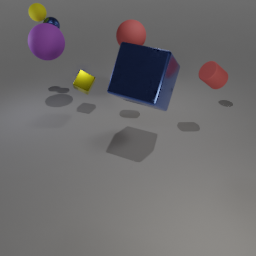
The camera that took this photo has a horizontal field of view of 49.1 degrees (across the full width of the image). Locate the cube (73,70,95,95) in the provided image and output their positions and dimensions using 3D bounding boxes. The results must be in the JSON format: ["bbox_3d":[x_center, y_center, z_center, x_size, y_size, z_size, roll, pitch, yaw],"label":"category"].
[{"bbox_3d":[-1.844,-1.909,11.811,0.700,0.700,0.700,26,-8,-5],"label":"cube"}]

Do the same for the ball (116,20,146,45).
[{"bbox_3d":[0.148,-4.314,13.077,1.400,1.400,1.400,0,31,0],"label":"ball"}]

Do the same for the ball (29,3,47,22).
[{"bbox_3d":[-3.665,-4.691,11.362,0.700,0.700,0.700,0,31,0],"label":"ball"}]

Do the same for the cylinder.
[{"bbox_3d":[2.802,-1.727,9.192,0.700,0.700,0.700,26,14,-36],"label":"cylinder"}]

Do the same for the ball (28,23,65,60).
[{"bbox_3d":[-3.182,-3.365,10.972,1.400,1.400,1.400,0,31,0],"label":"ball"}]

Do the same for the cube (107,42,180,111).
[{"bbox_3d":[0.476,-1.370,7.734,1.400,1.400,1.400,18,3,20],"label":"cube"}]

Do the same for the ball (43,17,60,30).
[{"bbox_3d":[-3.185,-4.247,11.638,0.700,0.700,0.700,0,31,0],"label":"ball"}]
